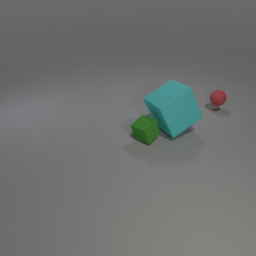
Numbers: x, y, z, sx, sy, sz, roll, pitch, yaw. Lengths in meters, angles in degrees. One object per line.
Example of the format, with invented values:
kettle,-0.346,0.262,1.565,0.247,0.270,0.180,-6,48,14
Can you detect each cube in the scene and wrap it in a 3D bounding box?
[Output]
cube,1.690,-0.764,10.625,1.400,1.400,1.400,-34,30,-7
cube,0.641,0.047,10.296,0.700,0.700,0.700,19,52,41

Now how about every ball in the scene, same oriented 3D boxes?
ball,3.939,-1.309,12.231,0.700,0.700,0.700,0,32,0
